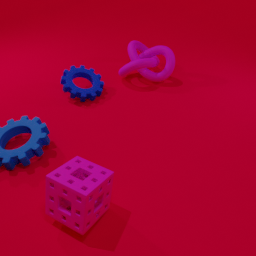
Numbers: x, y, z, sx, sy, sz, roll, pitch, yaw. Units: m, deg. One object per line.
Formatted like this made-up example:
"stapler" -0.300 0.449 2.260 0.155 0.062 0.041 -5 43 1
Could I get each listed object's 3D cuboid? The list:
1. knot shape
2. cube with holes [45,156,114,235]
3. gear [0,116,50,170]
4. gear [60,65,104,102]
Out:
"knot shape" 0.463 -2.152 9.256 1.743 0.861 1.863 -30 50 -21
"cube with holes" -0.870 1.176 5.061 0.847 0.847 0.847 20 27 23
"gear" -2.579 0.309 6.566 1.451 0.268 1.451 -6 45 6
"gear" -1.382 -1.373 8.528 1.276 0.236 1.276 11 53 -15
